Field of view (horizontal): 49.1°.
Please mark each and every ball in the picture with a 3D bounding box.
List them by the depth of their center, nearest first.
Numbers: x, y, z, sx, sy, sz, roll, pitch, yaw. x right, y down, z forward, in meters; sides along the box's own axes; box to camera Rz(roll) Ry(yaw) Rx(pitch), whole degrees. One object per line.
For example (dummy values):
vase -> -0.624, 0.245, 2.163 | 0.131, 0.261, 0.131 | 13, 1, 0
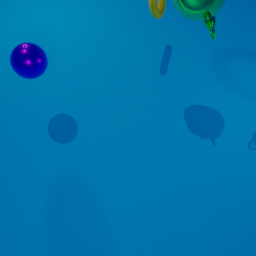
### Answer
ball -> -2.556, -1.735, 7.250 | 0.931, 0.931, 0.931 | 0, 68, 0

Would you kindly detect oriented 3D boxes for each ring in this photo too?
ring -> 0.894, -3.935, 8.421 | 0.243, 1.216, 1.216 | 6, 67, 22

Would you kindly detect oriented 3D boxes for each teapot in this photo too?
teapot -> 1.601, -2.988, 6.255 | 1.270, 1.000, 2.042 | -18, 108, 26
